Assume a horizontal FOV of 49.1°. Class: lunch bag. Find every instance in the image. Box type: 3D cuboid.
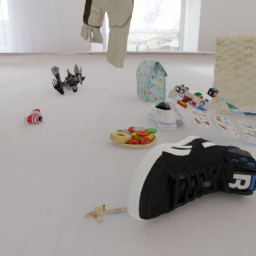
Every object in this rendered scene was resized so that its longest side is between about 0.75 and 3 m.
[{"bbox_3d":[0.991,-2.085,11.971,1.030,1.689,1.439,-6,19,-17],"label":"lunch bag"}]

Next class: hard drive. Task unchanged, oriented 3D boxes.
[{"bbox_3d":[2.722,-1.267,11.782,1.298,0.263,1.967,-4,19,-11],"label":"hard drive"}]

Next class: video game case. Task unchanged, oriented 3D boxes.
[{"bbox_3d":[1.527,-0.546,8.726,0.117,0.899,0.988,-38,6,12],"label":"video game case"}]

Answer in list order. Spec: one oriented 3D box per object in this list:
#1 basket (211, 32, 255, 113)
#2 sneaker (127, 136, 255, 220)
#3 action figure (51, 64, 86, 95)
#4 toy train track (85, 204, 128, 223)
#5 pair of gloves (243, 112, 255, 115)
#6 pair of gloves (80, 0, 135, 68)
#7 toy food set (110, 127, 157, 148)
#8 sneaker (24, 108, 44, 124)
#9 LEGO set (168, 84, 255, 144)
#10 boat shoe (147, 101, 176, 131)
[{"bbox_3d":[4.467,-1.976,9.749,2.735,2.710,2.199,9,18,33],"label":"basket"},{"bbox_3d":[1.272,0.776,4.575,1.516,0.990,2.710,11,20,32],"label":"sneaker"},{"bbox_3d":[-2.931,-2.505,13.852,1.569,1.347,2.640,-12,21,-1],"label":"action figure"},{"bbox_3d":[-0.295,1.287,4.439,0.767,0.125,0.440,-3,19,-12],"label":"toy train track"},{"bbox_3d":[4.739,-0.572,9.868,1.169,0.166,1.454,-16,24,-39],"label":"pair of gloves"},{"bbox_3d":[-0.523,-2.763,6.251,0.460,2.231,2.623,-4,35,-25],"label":"pair of gloves"},{"bbox_3d":[0.175,0.217,7.348,1.164,0.283,1.152,7,20,23],"label":"toy food set"},{"bbox_3d":[-2.903,-0.390,9.060,0.536,0.339,0.953,-1,26,8],"label":"sneaker"},{"bbox_3d":[2.352,-0.460,8.047,2.030,0.667,2.717,13,34,-14],"label":"LEGO set"},{"bbox_3d":[1.126,-0.539,8.941,0.762,0.692,2.073,-4,19,-11],"label":"boat shoe"}]
